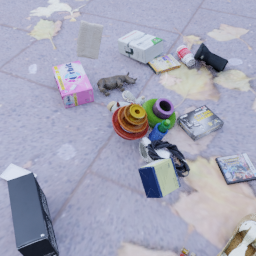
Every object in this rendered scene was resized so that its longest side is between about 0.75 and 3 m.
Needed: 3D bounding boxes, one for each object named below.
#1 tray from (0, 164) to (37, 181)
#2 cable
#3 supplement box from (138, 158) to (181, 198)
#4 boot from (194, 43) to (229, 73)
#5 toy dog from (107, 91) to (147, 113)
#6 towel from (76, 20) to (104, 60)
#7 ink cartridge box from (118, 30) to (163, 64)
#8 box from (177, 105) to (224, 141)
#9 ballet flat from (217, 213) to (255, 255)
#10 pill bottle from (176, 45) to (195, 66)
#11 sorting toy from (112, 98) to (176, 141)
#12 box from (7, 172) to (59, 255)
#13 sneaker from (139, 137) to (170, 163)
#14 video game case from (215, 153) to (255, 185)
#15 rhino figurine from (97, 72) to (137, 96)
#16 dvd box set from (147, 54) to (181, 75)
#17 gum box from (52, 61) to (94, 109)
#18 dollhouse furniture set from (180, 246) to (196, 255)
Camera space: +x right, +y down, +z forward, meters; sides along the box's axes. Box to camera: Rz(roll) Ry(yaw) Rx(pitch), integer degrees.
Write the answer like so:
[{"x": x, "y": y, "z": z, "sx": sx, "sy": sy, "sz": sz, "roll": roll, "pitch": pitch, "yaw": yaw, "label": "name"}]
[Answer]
[{"x": -3.768, "y": 1.676, "z": 9.666, "sx": 1.145, "sy": 0.127, "sz": 0.615, "roll": 19, "pitch": 50, "yaw": 16, "label": "tray"}, {"x": 1.369, "y": 0.906, "z": 9.627, "sx": 1.731, "sy": 0.440, "sz": 1.413, "roll": 27, "pitch": 35, "yaw": -14, "label": "cable"}, {"x": 0.850, "y": 1.332, "z": 7.515, "sx": 0.841, "sy": 0.565, "sz": 0.842, "roll": -18, "pitch": 92, "yaw": -40, "label": "supplement box"}, {"x": 4.129, "y": -3.463, "z": 13.880, "sx": 1.592, "sy": 0.724, "sz": 1.895, "roll": 29, "pitch": 31, "yaw": 3, "label": "boot"}, {"x": -0.011, "y": -1.014, "z": 11.490, "sx": 1.203, "sy": 0.879, "sz": 1.824, "roll": 35, "pitch": 58, "yaw": 11, "label": "toy dog"}, {"x": -1.505, "y": -3.407, "z": 10.957, "sx": 0.919, "sy": 1.386, "sz": 0.239, "roll": 6, "pitch": 25, "yaw": -17, "label": "towel"}, {"x": 0.621, "y": -4.174, "z": 14.284, "sx": 1.407, "sy": 0.797, "sz": 1.920, "roll": -36, "pitch": 51, "yaw": -28, "label": "ink cartridge box"}, {"x": 2.875, "y": -0.222, "z": 11.197, "sx": 1.464, "sy": 0.354, "sz": 1.160, "roll": -23, "pitch": 52, "yaw": -19, "label": "box"}, {"x": 3.221, "y": 3.280, "z": 7.743, "sx": 0.930, "sy": 0.861, "sz": 2.638, "roll": 35, "pitch": 57, "yaw": 23, "label": "ballet flat"}, {"x": 2.895, "y": -3.589, "z": 14.003, "sx": 0.606, "sy": 0.606, "sz": 1.079, "roll": -16, "pitch": 54, "yaw": -14, "label": "pill bottle"}, {"x": 0.886, "y": -0.443, "z": 10.427, "sx": 2.981, "sy": 1.224, "sz": 1.791, "roll": -22, "pitch": 70, "yaw": -32, "label": "sorting toy"}, {"x": -2.704, "y": 2.564, "z": 7.977, "sx": 0.820, "sy": 1.468, "sz": 2.080, "roll": -17, "pitch": 50, "yaw": -15, "label": "box"}, {"x": 1.046, "y": 0.973, "z": 10.041, "sx": 0.867, "sy": 0.680, "sz": 1.746, "roll": -12, "pitch": 50, "yaw": -30, "label": "sneaker"}, {"x": 3.845, "y": 1.422, "z": 9.874, "sx": 1.192, "sy": 0.152, "sz": 1.077, "roll": -8, "pitch": 49, "yaw": -7, "label": "video game case"}, {"x": -0.470, "y": -2.074, "z": 12.696, "sx": 2.003, "sy": 0.599, "sz": 0.876, "roll": -18, "pitch": 50, "yaw": -18, "label": "rhino figurine"}, {"x": 1.766, "y": -3.172, "z": 13.925, "sx": 1.395, "sy": 0.205, "sz": 1.020, "roll": -20, "pitch": 51, "yaw": -17, "label": "dvd box set"}, {"x": -2.492, "y": -2.030, "z": 12.527, "sx": 1.311, "sy": 0.764, "sz": 2.310, "roll": -16, "pitch": 50, "yaw": -14, "label": "gum box"}, {"x": 1.769, "y": 3.714, "z": 7.798, "sx": 0.758, "sy": 0.308, "sz": 0.408, "roll": 20, "pitch": 50, "yaw": 39, "label": "dollhouse furniture set"}]
